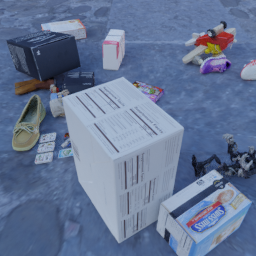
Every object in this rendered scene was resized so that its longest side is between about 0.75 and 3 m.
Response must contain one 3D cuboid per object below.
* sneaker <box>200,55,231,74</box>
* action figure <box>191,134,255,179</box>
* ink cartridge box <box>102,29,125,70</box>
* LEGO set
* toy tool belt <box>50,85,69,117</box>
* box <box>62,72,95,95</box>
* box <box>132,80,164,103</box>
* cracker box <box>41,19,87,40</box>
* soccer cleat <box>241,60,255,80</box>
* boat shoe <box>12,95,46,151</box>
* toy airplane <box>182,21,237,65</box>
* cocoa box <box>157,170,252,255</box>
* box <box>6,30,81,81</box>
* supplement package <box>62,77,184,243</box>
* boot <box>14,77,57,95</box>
[{"bbox_3d":[3.696,-2.572,11.656,1.558,0.627,0.689,-22,53,-25],"label":"sneaker"},{"bbox_3d":[2.813,0.837,7.420,2.035,1.039,1.210,-14,32,-13],"label":"action figure"},{"bbox_3d":[-0.599,-3.415,12.142,0.664,1.174,1.603,7,42,8],"label":"ink cartridge box"},{"bbox_3d":[-1.892,0.556,8.367,1.563,0.384,1.168,-11,42,4],"label":"LEGO set"},{"bbox_3d":[-2.247,-0.951,9.576,0.734,0.746,1.194,-7,57,-6],"label":"toy tool belt"},{"bbox_3d":[-1.829,-1.633,10.559,1.102,0.574,1.003,-1,39,-1],"label":"box"},{"bbox_3d":[0.623,-1.348,10.488,1.220,0.239,0.835,22,46,23],"label":"box"},{"bbox_3d":[-3.294,-4.979,14.388,2.023,0.583,1.355,-14,43,-17],"label":"cracker box"},{"bbox_3d":[5.579,-2.287,11.183,2.285,0.784,0.973,-11,37,-19],"label":"soccer cleat"},{"bbox_3d":[-3.131,-0.185,8.821,0.787,0.679,2.158,3,41,4],"label":"boat shoe"},{"bbox_3d":[3.620,-3.593,12.329,2.266,1.599,2.256,-22,19,31],"label":"toy airplane"},{"bbox_3d":[1.615,1.924,6.081,1.651,1.101,1.083,-24,47,-25],"label":"cocoa box"},{"bbox_3d":[-3.384,-2.974,11.185,1.841,1.298,2.488,-29,37,-31],"label":"box"},{"bbox_3d":[-0.160,0.689,6.234,1.526,2.752,2.143,-23,46,-24],"label":"supplement package"},{"bbox_3d":[-3.475,-1.550,10.520,1.527,0.523,1.437,-17,44,-17],"label":"boot"}]
